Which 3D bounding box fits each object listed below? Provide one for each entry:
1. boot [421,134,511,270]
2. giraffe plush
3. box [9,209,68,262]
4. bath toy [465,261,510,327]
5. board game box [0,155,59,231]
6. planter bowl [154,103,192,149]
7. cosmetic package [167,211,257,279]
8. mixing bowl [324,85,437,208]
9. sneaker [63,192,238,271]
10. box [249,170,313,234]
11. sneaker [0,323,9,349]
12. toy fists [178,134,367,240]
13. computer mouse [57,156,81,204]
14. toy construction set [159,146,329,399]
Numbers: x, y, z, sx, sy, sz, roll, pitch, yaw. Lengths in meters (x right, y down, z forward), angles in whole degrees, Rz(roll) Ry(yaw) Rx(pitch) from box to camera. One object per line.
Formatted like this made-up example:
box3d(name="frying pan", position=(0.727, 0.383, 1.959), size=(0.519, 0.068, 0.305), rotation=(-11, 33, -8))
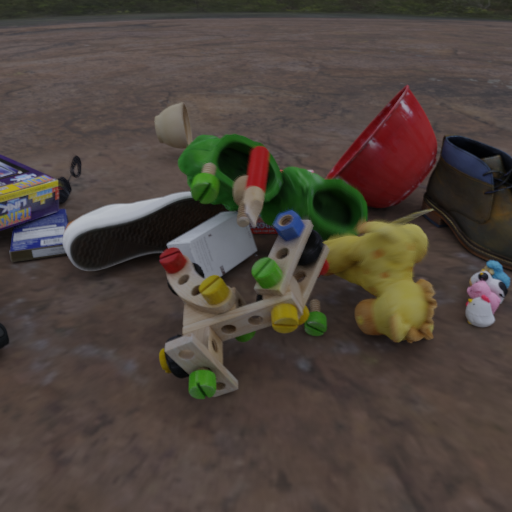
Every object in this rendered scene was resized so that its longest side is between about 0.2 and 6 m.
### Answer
box3d(name="boot", position=(4.510, -1.031, 10.623), size=(1.329, 1.724, 3.558), rotation=(-14, 32, -23))
box3d(name="giraffe plush", position=(1.964, 0.456, 8.215), size=(1.818, 1.708, 2.107), rotation=(-6, -12, -25))
box3d(name="box", position=(-4.239, -0.440, 11.046), size=(1.055, 0.282, 1.742), rotation=(-9, 31, -16))
box3d(name="bath toy", position=(3.686, 0.594, 9.010), size=(0.607, 0.516, 1.396), rotation=(16, 34, 27))
box3d(name="board game box", position=(-5.686, -1.192, 10.852), size=(2.290, 0.786, 2.771), rotation=(25, 31, 23))
box3d(name="planter bowl", position=(-2.202, -3.374, 14.752), size=(0.800, 1.189, 1.189), rotation=(-8, 29, 4))
box3d(name="cosmetic package", position=(-0.739, -0.146, 9.837), size=(0.621, 0.864, 1.530), rotation=(-3, 24, 41))
box3d(name="mixing bowl", position=(2.835, -2.064, 12.076), size=(1.515, 2.798, 2.798), rotation=(40, 34, -4))
box3d(name="sneaker", position=(-1.963, -0.655, 10.504), size=(3.284, 1.196, 1.390), rotation=(-10, 24, -25))
box3d(name="box", position=(0.165, -1.127, 11.522), size=(2.128, 1.007, 1.092), rotation=(0, 30, 0))
box3d(name="sneaker", position=(-4.810, 0.697, 8.459), size=(1.251, 1.190, 3.157), rotation=(-10, 37, -40))
box3d(name="toy fists", position=(0.269, -1.146, 9.739), size=(3.355, 1.154, 1.710), rotation=(19, -12, -25))
box3d(name="computer mouse", position=(-4.388, -1.755, 12.876), size=(0.278, 0.478, 1.631), rotation=(-9, 41, 15))
box3d(name="toy construction set", position=(-0.213, 0.452, 7.061), size=(2.451, 2.939, 2.258), rotation=(3, 43, 3))
